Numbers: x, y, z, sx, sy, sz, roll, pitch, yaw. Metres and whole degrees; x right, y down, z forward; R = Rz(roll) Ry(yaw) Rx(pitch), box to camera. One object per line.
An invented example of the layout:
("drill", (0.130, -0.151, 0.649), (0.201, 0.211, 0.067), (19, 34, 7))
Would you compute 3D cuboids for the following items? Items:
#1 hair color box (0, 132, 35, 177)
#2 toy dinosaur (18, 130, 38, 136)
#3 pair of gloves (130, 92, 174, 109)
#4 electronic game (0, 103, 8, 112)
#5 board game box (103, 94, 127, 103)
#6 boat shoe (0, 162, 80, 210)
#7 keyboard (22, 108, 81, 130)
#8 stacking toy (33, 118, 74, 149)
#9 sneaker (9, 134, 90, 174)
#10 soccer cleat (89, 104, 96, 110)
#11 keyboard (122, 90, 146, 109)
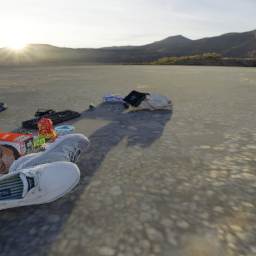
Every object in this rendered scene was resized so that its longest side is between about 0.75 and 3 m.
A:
("hair color box", (-3.545, 0.679, 7.473), (2.078, 1.055, 0.636), (4, 16, 15))
("toy dinosaur", (-3.900, 0.204, 10.619), (0.943, 0.224, 0.416), (12, 13, 24))
("pair of gloves", (1.317, -1.612, 15.998), (2.402, 0.495, 2.824), (2, 20, -1))
("electronic game", (-6.959, -0.928, 14.172), (1.680, 0.349, 1.680), (-6, 20, 2))
("board game box", (-0.502, -1.849, 17.390), (1.791, 0.309, 1.212), (4, 17, 13))
("boat shoe", (-2.050, 1.231, 5.787), (2.231, 0.821, 0.745), (-18, -14, -20))
("keyboard", (-3.561, -0.606, 12.759), (1.505, 0.573, 2.892), (9, 18, 28))
("stacking toy", (-2.805, 0.151, 9.921), (1.630, 0.688, 1.475), (7, 18, 25))
("sneaker", (-1.758, 0.953, 7.283), (1.014, 0.924, 2.472), (25, 34, 25))
("soccer cleat", (-1.918, -1.129, 15.188), (0.355, 0.274, 0.848), (27, 5, -16))
("keyboard", (0.226, -1.442, 14.821), (1.173, 0.251, 1.954), (-43, 23, -4))
